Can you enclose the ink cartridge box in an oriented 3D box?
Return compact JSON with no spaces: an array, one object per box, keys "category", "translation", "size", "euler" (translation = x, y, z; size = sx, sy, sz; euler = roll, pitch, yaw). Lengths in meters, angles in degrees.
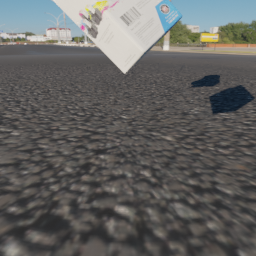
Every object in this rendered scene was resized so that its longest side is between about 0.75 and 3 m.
[{"category":"ink cartridge box","translation":[-0.347,-2.335,4.974],"size":[1.361,2.363,0.802],"euler":[-49,8,-31]}]
